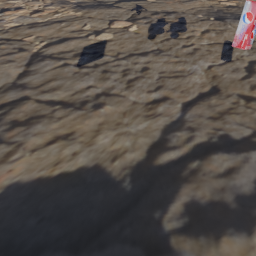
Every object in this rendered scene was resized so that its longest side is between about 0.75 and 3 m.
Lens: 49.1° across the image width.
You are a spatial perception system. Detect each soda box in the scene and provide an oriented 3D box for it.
[{"bbox_3d":[2.598,-2.211,6.050,0.307,0.967,0.339,-20,40,-41],"label":"soda box"}]
